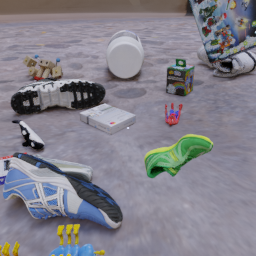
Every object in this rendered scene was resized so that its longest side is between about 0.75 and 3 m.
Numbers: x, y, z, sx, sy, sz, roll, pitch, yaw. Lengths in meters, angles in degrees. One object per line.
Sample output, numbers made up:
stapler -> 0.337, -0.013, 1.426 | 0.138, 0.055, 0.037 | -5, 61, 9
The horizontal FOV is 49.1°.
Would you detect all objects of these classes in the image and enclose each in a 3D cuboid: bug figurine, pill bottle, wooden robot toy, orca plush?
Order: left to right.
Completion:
orca plush -> -2.357, 0.209, 6.438 | 1.115, 0.587, 0.396 | 39, 82, 20
bug figurine -> -1.050, 1.910, 2.949 | 1.446, 0.480, 1.865 | -3, 30, 8
wooden robot toy -> -3.161, -2.219, 11.201 | 2.316, 1.020, 1.051 | 17, -4, 31
pill bottle -> -0.125, -3.121, 11.802 | 1.594, 1.594, 2.802 | 0, 26, 0

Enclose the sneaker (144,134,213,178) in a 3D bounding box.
sneaker -> 0.566, 0.356, 3.145 | 0.897, 0.332, 0.375 | -29, 41, 37

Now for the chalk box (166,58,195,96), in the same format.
chalk box -> 1.802, -1.795, 9.608 | 0.733, 1.174, 0.728 | 18, 31, 31

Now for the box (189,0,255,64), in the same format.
box -> 2.086, -2.797, 5.510 | 1.753, 2.560, 0.511 | -19, 2, 34

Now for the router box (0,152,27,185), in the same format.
router box -> -2.342, 0.801, 5.486 | 0.788, 0.193, 0.707 | -11, 28, -21

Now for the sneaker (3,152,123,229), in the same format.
sneaker -> -1.036, 1.108, 4.422 | 2.027, 0.781, 0.767 | 23, -7, 13

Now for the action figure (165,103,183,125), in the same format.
action figure -> 1.272, -0.526, 7.739 | 0.412, 0.625, 1.262 | 7, 30, 14

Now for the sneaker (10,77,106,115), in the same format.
sneaker -> -2.091, -1.117, 8.540 | 2.752, 0.914, 1.245 | -9, 31, -13

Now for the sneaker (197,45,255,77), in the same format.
sneaker -> 3.948, -3.003, 12.114 | 1.672, 1.093, 2.908 | -19, 36, -39

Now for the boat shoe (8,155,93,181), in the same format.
boat shoe -> -1.410, 0.806, 5.132 | 1.515, 0.558, 0.486 | 5, 20, 2

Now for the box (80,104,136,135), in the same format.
box -> -0.547, -0.279, 7.598 | 1.236, 0.255, 0.964 | 21, 34, 38
